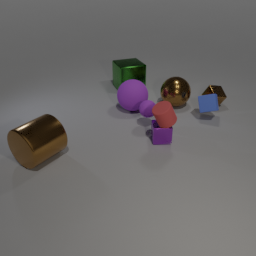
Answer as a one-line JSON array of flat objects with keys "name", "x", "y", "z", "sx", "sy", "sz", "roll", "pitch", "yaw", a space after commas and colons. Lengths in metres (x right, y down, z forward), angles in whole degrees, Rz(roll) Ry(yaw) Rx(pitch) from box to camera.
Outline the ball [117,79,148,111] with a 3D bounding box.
[{"name": "ball", "x": 0.209, "y": -1.463, "z": 12.520, "sx": 1.400, "sy": 1.400, "sz": 1.400, "roll": 0, "pitch": 30, "yaw": 0}]

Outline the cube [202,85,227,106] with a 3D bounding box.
[{"name": "cube", "x": 3.972, "y": -1.486, "z": 12.947, "sx": 0.700, "sy": 0.700, "sz": 0.700, "roll": 1, "pitch": 55, "yaw": -24}]

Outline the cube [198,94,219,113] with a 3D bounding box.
[{"name": "cube", "x": 3.403, "y": -1.041, "z": 11.839, "sx": 0.700, "sy": 0.700, "sz": 0.700, "roll": -7, "pitch": 2, "yaw": 24}]

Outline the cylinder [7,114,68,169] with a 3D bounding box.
[{"name": "cylinder", "x": -2.990, "y": 0.422, "z": 9.317, "sx": 1.400, "sy": 1.400, "sz": 1.400, "roll": 20, "pitch": 36, "yaw": 30}]

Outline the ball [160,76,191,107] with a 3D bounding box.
[{"name": "ball", "x": 2.197, "y": -1.673, "z": 12.954, "sx": 1.400, "sy": 1.400, "sz": 1.400, "roll": 0, "pitch": 30, "yaw": 0}]

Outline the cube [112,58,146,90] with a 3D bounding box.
[{"name": "cube", "x": 0.048, "y": -2.781, "z": 14.807, "sx": 1.400, "sy": 1.400, "sz": 1.400, "roll": -11, "pitch": 32, "yaw": -18}]

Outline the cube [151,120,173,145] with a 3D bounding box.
[{"name": "cube", "x": 1.253, "y": 0.148, "z": 10.491, "sx": 0.700, "sy": 0.700, "sz": 0.700, "roll": -1, "pitch": 30, "yaw": -2}]

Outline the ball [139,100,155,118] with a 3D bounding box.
[{"name": "ball", "x": 0.792, "y": -0.757, "z": 11.107, "sx": 0.700, "sy": 0.700, "sz": 0.700, "roll": 0, "pitch": 30, "yaw": 0}]

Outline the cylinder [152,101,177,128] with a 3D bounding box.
[{"name": "cylinder", "x": 1.281, "y": -0.470, "z": 9.805, "sx": 0.700, "sy": 0.700, "sz": 0.700, "roll": -20, "pitch": 39, "yaw": 16}]
